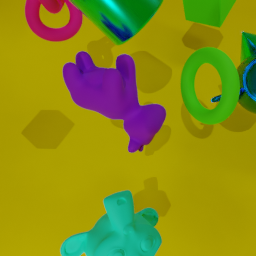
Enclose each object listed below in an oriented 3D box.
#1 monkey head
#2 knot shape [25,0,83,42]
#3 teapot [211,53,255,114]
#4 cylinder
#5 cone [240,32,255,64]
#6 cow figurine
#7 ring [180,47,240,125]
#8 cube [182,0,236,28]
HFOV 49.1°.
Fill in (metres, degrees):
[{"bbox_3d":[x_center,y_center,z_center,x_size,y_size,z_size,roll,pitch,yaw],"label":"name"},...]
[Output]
[{"bbox_3d":[-0.132,1.275,3.574,1.447,0.872,1.041,-13,93,-23],"label":"monkey head"},{"bbox_3d":[-1.555,-2.699,5.838,0.858,1.739,1.858,11,27,23],"label":"knot shape"},{"bbox_3d":[2.316,-0.766,4.748,1.831,0.897,1.138,-21,83,19],"label":"teapot"},{"bbox_3d":[-0.217,-2.268,4.746,1.219,1.219,1.219,39,56,-25],"label":"cylinder"},{"bbox_3d":[2.579,-1.409,5.453,1.578,1.584,1.578,-26,50,37],"label":"cone"},{"bbox_3d":[-0.215,-0.414,4.952,1.745,1.717,0.958,11,44,21],"label":"cow figurine"},{"bbox_3d":[1.322,-0.689,4.683,0.256,1.281,1.281,-11,57,-25],"label":"ring"},{"bbox_3d":[2.063,-3.346,7.059,1.007,1.007,1.007,25,76,27],"label":"cube"}]
